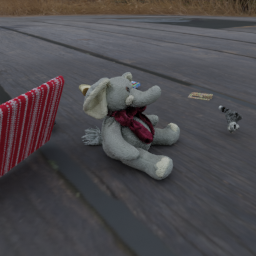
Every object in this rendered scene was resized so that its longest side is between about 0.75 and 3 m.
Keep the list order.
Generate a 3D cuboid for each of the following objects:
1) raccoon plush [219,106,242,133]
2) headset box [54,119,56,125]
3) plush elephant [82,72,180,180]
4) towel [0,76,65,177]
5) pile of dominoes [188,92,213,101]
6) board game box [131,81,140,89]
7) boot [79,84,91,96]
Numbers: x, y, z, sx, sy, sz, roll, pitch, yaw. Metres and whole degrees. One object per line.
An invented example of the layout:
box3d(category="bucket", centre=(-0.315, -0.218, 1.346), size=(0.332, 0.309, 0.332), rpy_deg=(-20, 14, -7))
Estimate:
box3d(category="raccoon plush", centre=(2.971, -0.230, 8.339), size=(0.428, 0.592, 0.884), rpy_deg=(28, 7, -32))
box3d(category="headset box", centre=(-2.547, -0.457, 8.420), size=(0.393, 0.848, 0.738), rpy_deg=(-31, 37, 2))
box3d(category="plush elephant", centre=(0.032, -0.358, 7.078), size=(2.735, 2.117, 2.252), rpy_deg=(10, 29, 20))
box3d(category="towel", centre=(-2.539, 0.189, 5.962), size=(0.335, 2.152, 2.976), rpy_deg=(33, 38, 8))
box3d(category="pile of dominoes", centre=(2.910, -1.322, 11.183), size=(0.892, 0.142, 0.695), rpy_deg=(11, 29, 19))
box3d(category="board game box", centre=(0.034, -1.816, 11.957), size=(0.598, 0.145, 0.790), rpy_deg=(-34, 36, -33))
box3d(category="boot", centre=(-0.945, -0.977, 8.283), size=(1.002, 0.365, 0.779), rpy_deg=(19, 9, -25))
